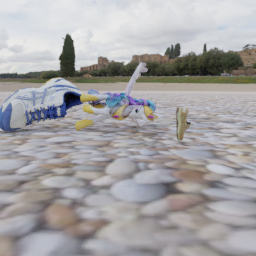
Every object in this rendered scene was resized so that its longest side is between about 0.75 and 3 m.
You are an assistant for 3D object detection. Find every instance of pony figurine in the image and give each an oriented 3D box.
[{"bbox_3d":[-0.185,-0.743,8.677,2.453,2.043,2.368,-2,31,14],"label":"pony figurine"}]

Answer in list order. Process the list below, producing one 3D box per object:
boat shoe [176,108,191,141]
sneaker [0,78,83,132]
[{"bbox_3d":[1.283,-0.066,6.429,0.338,0.888,0.318,0,40,12],"label":"boat shoe"},{"bbox_3d":[-2.534,-0.686,8.525,1.229,1.050,2.788,28,48,25],"label":"sneaker"}]
